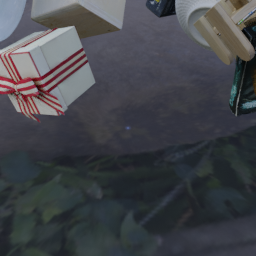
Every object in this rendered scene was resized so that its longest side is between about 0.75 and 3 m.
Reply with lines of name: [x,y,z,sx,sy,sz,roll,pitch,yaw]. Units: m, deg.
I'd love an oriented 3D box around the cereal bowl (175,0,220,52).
cereal bowl: [2.134,-2.662,6.577,2.411,2.411,1.004,25,67,27]

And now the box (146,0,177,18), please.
box: [1.775,-4.350,7.382,2.087,2.647,0.675,-26,66,-37]

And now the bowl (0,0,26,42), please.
bowl: [-2.544,-2.524,4.694,0.897,1.996,1.996,15,41,3]

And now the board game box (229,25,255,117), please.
board game box: [3.111,-1.140,4.791,2.546,1.722,0.359,-12,48,-1]

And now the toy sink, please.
toy sink: [-0.900,-3.286,5.874,1.553,2.382,1.335,4,-4,39]

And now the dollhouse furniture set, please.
dollhouse furniture set: [2.231,-1.674,4.286,1.945,1.474,2.219,-40,7,7]

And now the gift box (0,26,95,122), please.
gift box: [-1.421,-0.869,4.856,1.279,1.386,1.294,1,36,37]
